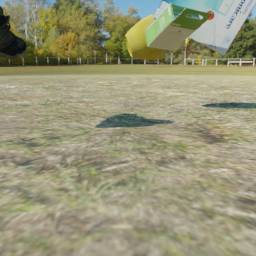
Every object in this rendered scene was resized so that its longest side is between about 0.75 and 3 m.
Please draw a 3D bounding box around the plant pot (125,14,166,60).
[{"bbox_3d":[0.661,-3.762,12.192,1.358,1.913,1.913,-19,15,-3],"label":"plant pot"}]

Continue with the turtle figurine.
[{"bbox_3d":[2.687,-3.396,9.192,1.940,1.564,0.625,-17,42,9],"label":"turtle figurine"}]

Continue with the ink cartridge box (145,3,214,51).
[{"bbox_3d":[1.145,-2.438,6.572,0.801,0.458,1.544,1,-16,-27],"label":"ink cartridge box"}]

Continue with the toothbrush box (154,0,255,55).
[{"bbox_3d":[1.995,-3.110,7.281,2.123,1.555,0.906,30,29,5],"label":"toothbrush box"}]

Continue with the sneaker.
[{"bbox_3d":[-3.925,-3.058,8.805,1.016,1.522,2.657,41,17,10],"label":"sneaker"}]
